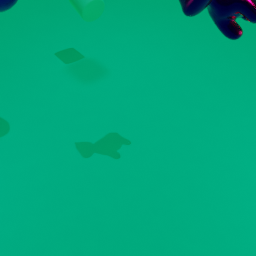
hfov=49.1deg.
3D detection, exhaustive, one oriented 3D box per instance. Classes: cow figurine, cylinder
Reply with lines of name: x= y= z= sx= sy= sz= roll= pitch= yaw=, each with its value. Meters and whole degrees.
cow figurine: x=1.027 y=-1.511 z=3.113 sx=1.052 sy=0.587 sz=1.069 roll=43 pitch=56 yaw=-5
cylinder: x=-1.110 y=-3.371 z=7.522 sx=0.717 sy=0.717 sz=0.717 roll=-29 pitch=71 yaw=-24

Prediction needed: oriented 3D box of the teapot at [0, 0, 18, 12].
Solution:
teapot: x=-1.852 y=-1.887 z=3.426 sx=1.555 sy=0.967 sz=0.762 roll=-30 pitch=11 yaw=31
